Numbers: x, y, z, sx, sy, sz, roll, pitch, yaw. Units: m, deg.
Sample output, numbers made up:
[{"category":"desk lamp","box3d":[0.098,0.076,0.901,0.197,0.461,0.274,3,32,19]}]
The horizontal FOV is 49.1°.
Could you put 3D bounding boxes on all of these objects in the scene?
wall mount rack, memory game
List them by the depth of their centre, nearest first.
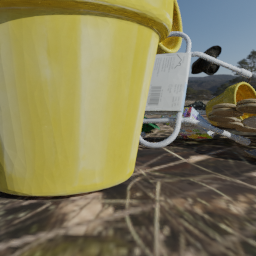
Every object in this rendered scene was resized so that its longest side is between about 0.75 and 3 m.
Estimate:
[{"category":"memory game","box3d":[3.056,-0.152,5.467,2.917,0.186,2.917,7,-8,1]},{"category":"wall mount rack","box3d":[1.253,-0.694,5.920,2.503,2.881,1.074,2,-27,23]}]

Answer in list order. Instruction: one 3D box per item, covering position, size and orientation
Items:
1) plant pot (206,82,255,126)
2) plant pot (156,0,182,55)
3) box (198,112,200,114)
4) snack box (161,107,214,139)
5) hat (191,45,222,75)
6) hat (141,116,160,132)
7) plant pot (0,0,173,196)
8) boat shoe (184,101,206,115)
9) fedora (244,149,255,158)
[{"category":"plant pot","box3d":[3.094,-0.593,8.488,1.308,1.308,1.231,-5,-6,-37]},{"category":"plant pot","box3d":[0.004,-3.118,8.312,2.393,2.543,2.543,-10,0,34]},{"category":"box","box3d":[2.532,-0.541,11.836,0.779,0.238,0.984,4,8,31]},{"category":"snack box","box3d":[1.252,-0.081,5.825,0.708,0.264,0.996,-4,-28,43]},{"category":"hat","box3d":[2.414,-1.841,8.225,1.198,0.483,1.198,-30,-21,-13]},{"category":"hat","box3d":[0.273,0.077,7.416,0.892,0.785,0.739,39,10,25]},{"category":"plant pot","box3d":[-0.771,-0.659,3.297,2.626,2.470,2.626,-2,5,0]},{"category":"boat shoe","box3d":[3.611,-1.018,13.908,2.424,0.686,0.832,4,8,27]},{"category":"fedora","box3d":[2.568,0.135,4.262,1.393,0.711,1.575,1,7,5]}]
